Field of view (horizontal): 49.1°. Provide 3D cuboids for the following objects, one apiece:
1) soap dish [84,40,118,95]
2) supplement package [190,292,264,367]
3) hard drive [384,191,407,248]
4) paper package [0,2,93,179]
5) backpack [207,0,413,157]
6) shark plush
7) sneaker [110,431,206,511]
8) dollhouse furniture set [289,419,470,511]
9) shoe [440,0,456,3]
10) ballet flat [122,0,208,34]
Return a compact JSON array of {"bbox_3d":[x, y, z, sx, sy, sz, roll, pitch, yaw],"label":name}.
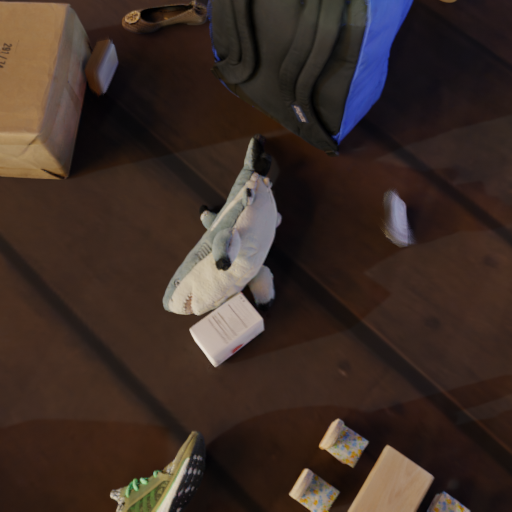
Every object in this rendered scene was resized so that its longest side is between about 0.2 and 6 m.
[{"bbox_3d":[-3.225,-3.930,11.648,0.369,0.714,0.908,16,70,1],"label":"soap dish"},{"bbox_3d":[-0.491,1.282,9.690,1.094,0.663,0.655,-36,69,-13],"label":"supplement package"},{"bbox_3d":[2.614,-0.683,10.480,0.172,0.634,0.907,-13,62,37],"label":"hard drive"},{"bbox_3d":[-5.017,-3.247,10.919,2.973,1.613,3.119,2,70,1],"label":"paper package"},{"bbox_3d":[1.059,-4.720,10.023,3.466,4.266,3.580,31,73,11],"label":"backpack"},{"bbox_3d":[-0.551,-0.767,10.221,1.609,1.755,3.862,-1,71,32],"label":"shark plush"},{"bbox_3d":[-1.733,3.769,8.701,1.129,0.979,2.547,25,68,20],"label":"sneaker"},{"bbox_3d":[1.608,4.149,8.026,2.531,1.793,2.755,33,73,11],"label":"dollhouse furniture set"},{"bbox_3d":[4.215,-6.793,12.796,0.782,0.597,2.237,-6,69,-2],"label":"shoe"},{"bbox_3d":[-2.010,-5.306,12.318,1.910,0.443,0.643,-6,69,-2],"label":"ballet flat"}]
